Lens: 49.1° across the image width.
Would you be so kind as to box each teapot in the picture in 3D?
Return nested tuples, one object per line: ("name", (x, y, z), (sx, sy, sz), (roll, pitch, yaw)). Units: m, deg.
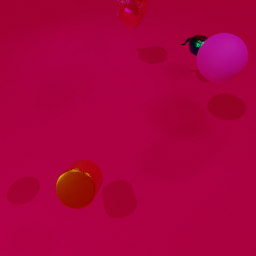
("teapot", (2.130, -2.448, 8.435), (1.189, 0.582, 0.739), (32, 44, 22))
("teapot", (0.077, -3.678, 8.549), (0.880, 1.117, 1.797), (14, 1, -24))

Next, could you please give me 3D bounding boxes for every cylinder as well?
("cylinder", (-0.867, 1.003, 5.115), (0.717, 0.717, 0.717), (5, 9, 4))

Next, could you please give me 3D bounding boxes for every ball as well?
("ball", (2.202, -1.630, 6.578), (1.136, 1.136, 1.136), (0, 49, 0))
